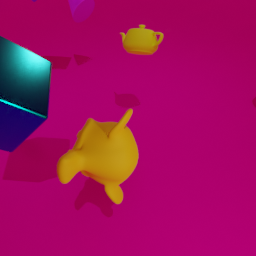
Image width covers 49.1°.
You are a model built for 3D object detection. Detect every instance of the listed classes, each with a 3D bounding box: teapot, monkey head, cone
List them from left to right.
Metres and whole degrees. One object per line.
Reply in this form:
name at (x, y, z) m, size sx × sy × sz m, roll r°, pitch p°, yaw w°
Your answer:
cone at (-1.769, -4.221, 9.371) m, size 0.934 × 0.931 × 0.931 m, roll 47°, pitch 55°, yaw 9°
monkey head at (-0.366, 0.427, 3.828) m, size 0.905 × 1.502 × 1.081 m, roll 15°, pitch 27°, yaw 17°
teapot at (0.285, -2.200, 6.969) m, size 1.401 × 0.686 × 0.871 m, roll 12°, pitch 11°, yaw 40°

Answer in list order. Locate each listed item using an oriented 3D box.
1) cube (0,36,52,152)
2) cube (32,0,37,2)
cube at (-2.063, -0.537, 4.394) m, size 1.224 × 1.224 × 1.224 m, roll 24°, pitch 45°, yaw -37°
cube at (-2.674, -4.427, 7.910) m, size 0.974 × 0.974 × 0.974 m, roll -11°, pitch 61°, yaw 38°
